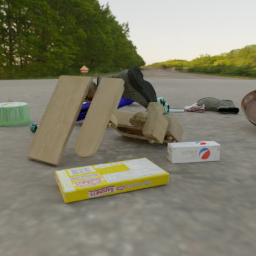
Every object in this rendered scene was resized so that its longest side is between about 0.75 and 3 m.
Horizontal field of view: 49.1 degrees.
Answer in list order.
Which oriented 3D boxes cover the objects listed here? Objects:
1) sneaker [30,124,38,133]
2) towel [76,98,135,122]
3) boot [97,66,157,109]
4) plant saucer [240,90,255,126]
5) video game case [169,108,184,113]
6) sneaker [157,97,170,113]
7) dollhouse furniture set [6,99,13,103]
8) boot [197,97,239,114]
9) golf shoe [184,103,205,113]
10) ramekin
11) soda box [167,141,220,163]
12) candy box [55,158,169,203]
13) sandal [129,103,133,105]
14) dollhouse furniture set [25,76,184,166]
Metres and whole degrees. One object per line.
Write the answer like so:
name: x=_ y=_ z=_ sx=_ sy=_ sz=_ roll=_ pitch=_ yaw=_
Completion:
sneaker: x=-3.222 y=0.026 z=9.849 sx=0.467 sy=0.323 sz=0.773 roll=4 pitch=4 yaw=-5
towel: x=-0.971 y=-0.911 z=11.844 sx=2.159 sy=0.724 sz=2.924 roll=-8 pitch=11 yaw=35
boot: x=0.019 y=-0.969 z=7.863 sx=1.230 sy=0.638 sz=1.883 roll=-10 pitch=-35 yaw=26
plant saucer: x=5.502 y=-0.604 z=10.340 sx=2.579 sy=0.444 sz=2.579 roll=-5 pitch=41 yaw=4
video game case: x=2.428 y=-0.933 z=14.639 sx=0.963 sy=0.112 sz=0.875 roll=2 pitch=13 yaw=14
sneaker: x=1.321 y=-1.071 z=13.566 sx=1.074 sy=0.597 sz=1.536 roll=5 pitch=-15 yaw=24
dollhouse furniture set: x=-5.911 y=-0.931 z=14.504 sx=0.906 sy=0.738 sz=0.862 roll=33 pitch=-7 yaw=-33
boot: x=4.522 y=-1.096 z=14.242 sx=2.005 sy=0.679 sz=1.310 roll=1 pitch=18 yaw=10
golf shoe: x=3.428 y=-1.073 z=14.400 sx=1.069 sy=0.492 sz=0.388 roll=6 pitch=14 yaw=30
ramekin: x=-4.863 y=-0.602 z=11.608 sx=1.596 sy=0.780 sz=1.596 roll=0 pitch=13 yaw=0
soda box: x=1.654 y=0.601 z=7.075 sx=1.268 sy=0.432 sz=0.404 roll=-2 pitch=13 yaw=-10
candy box: x=-0.328 y=0.996 z=5.671 sx=2.085 sy=0.275 sz=1.065 roll=-5 pitch=16 yaw=-22
sandal: x=-0.341 y=-1.660 z=17.094 sx=2.864 sy=0.613 sz=1.089 roll=-2 pitch=2 yaw=37
dollhouse furniture set: x=-0.436 y=0.384 z=7.857 sx=2.794 sy=2.394 sz=2.938 roll=9 pitch=-19 yaw=32
